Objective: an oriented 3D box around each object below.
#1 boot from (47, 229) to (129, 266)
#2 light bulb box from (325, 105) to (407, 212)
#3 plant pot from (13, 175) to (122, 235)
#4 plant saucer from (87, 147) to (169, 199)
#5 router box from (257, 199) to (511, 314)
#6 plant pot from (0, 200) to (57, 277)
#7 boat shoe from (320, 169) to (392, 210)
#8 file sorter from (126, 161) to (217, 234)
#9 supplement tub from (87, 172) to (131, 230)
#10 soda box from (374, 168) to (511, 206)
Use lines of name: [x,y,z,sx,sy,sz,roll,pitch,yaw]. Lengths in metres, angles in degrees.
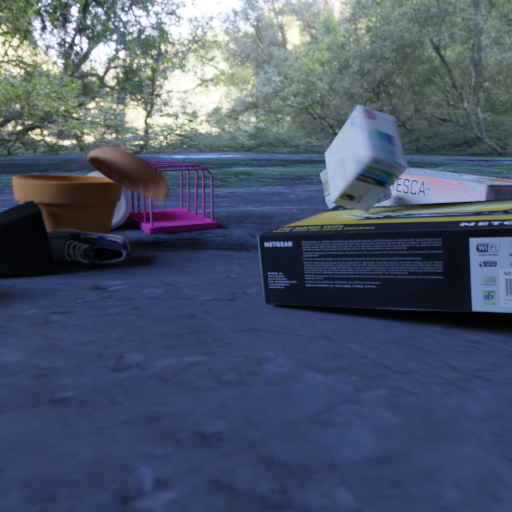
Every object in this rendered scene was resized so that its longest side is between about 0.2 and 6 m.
boot: [-3.468,-0.148,11.042,1.881,0.684,0.850,-2,11,-12]
light bulb box: [1.740,-1.562,9.107,0.735,1.178,1.167,12,53,-19]
plant pot: [-4.070,-0.919,12.191,2.235,1.565,2.235,3,10,-1]
plant saucer: [-2.449,-1.643,10.950,1.696,0.317,1.696,22,-13,5]
router box: [2.792,-0.131,8.889,4.446,1.161,3.495,-1,11,29]
plant pot: [-4.543,-0.252,10.526,1.132,1.276,1.273,-16,19,-25]
boat shoe: [2.268,-1.521,12.340,0.966,0.832,2.683,-20,-6,30]
file sorter: [-2.445,-1.712,15.448,1.859,1.678,2.675,-6,15,-26]
supplement tub: [-4.177,-1.542,15.227,1.451,1.451,2.006,-4,13,-15]
soda box: [4.201,-1.193,13.371,1.485,1.598,4.672,-4,14,-23]
